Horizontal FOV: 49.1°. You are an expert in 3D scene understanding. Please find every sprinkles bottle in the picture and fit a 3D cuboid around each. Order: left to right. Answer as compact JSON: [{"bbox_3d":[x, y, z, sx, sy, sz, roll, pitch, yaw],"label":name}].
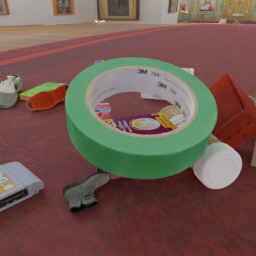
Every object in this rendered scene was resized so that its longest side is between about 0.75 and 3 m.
[{"bbox_3d":[1.452,0.303,6.407,0.884,0.884,2.590,-7,25,-14],"label":"sprinkles bottle"}]

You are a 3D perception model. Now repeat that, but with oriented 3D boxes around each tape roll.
[{"bbox_3d":[0.233,-0.353,5.441,2.823,0.679,2.823,4,45,-4],"label":"tape roll"}]

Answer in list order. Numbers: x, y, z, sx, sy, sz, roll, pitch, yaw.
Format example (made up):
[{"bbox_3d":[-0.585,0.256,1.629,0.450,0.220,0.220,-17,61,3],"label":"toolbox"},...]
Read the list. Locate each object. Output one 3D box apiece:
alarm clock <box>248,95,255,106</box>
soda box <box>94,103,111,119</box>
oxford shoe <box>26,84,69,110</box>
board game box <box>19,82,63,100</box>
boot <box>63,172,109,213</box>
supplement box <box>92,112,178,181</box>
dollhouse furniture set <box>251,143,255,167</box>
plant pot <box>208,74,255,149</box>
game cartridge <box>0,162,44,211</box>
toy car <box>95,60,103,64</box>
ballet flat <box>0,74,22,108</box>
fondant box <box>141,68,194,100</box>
[{"bbox_3d":[2.853,-0.452,8.182,2.310,0.769,1.558,-15,29,-34],"label":"alarm clock"},{"bbox_3d":[-1.190,-0.462,8.560,1.313,0.460,0.416,-6,25,-13],"label":"soda box"},{"bbox_3d":[-2.777,-0.996,9.799,1.733,0.617,0.629,-28,6,-39],"label":"oxford shoe"},{"bbox_3d":[-3.263,-1.444,10.945,0.889,0.279,1.861,9,29,17],"label":"board game box"},{"bbox_3d":[-0.686,1.214,5.183,0.965,0.327,0.630,-20,36,-22],"label":"boot"},{"bbox_3d":[0.105,0.362,6.170,1.861,0.960,1.218,-7,27,-15],"label":"supplement box"},{"bbox_3d":[4.168,0.058,6.094,2.316,1.538,2.029,17,31,33],"label":"dollhouse furniture set"},{"bbox_3d":[2.319,-0.270,6.454,1.214,1.213,1.070,34,26,-30],"label":"plant pot"},{"bbox_3d":[-2.612,1.175,5.210,1.704,0.354,1.135,-23,37,-40],"label":"game cartridge"},{"bbox_3d":[-1.199,-2.922,13.783,0.695,0.667,0.754,-8,36,-42],"label":"toy car"},{"bbox_3d":[-4.453,-1.485,10.375,0.807,0.762,2.394,3,24,-13],"label":"ballet flat"},{"bbox_3d":[1.644,-1.831,11.215,1.803,0.728,2.499,6,26,13],"label":"fondant box"}]
